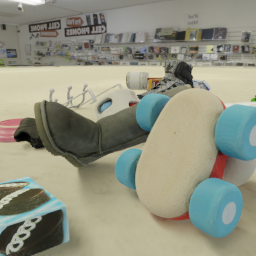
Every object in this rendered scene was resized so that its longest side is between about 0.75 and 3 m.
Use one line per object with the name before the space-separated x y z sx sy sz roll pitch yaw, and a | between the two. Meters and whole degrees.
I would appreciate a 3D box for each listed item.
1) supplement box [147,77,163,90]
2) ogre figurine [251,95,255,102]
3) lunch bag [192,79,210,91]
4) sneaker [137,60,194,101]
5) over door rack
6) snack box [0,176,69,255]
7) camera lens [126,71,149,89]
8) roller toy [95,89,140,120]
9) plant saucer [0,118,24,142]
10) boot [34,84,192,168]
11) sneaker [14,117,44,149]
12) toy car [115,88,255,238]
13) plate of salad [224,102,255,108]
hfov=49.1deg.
supplement box | 1.429 -1.646 11.674 1.233 0.830 1.250 0 15 0
ogre figurine | 4.946 -1.003 8.747 1.224 1.001 2.041 3 -30 -10
lunch bag | 3.512 -2.044 13.676 1.002 0.621 0.852 19 20 16
sneaker | 1.234 -1.507 9.610 2.827 1.609 1.067 -11 18 -36
over door rack | -1.468 -1.008 8.527 2.262 0.753 1.671 -10 8 33
snack box | -1.719 0.959 2.437 2.078 0.385 1.207 -10 10 -34
camera lens | 0.499 -2.507 14.736 1.149 0.919 0.919 2 15 8
roller toy | -0.172 -0.352 6.068 1.087 0.760 0.992 -19 -21 -12
plant saucer | -2.558 0.004 6.466 1.237 0.313 1.237 0 16 0
boot | -0.035 -0.125 4.040 2.081 0.755 1.892 -15 -20 6
sneaker | -1.623 0.185 5.618 1.352 0.513 0.614 5 34 8
toy car | 1.032 0.462 3.501 1.691 1.495 1.558 23 -4 -37
plate of salad | 2.977 -0.385 7.507 2.287 0.549 2.287 -4 5 0
